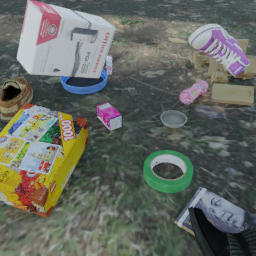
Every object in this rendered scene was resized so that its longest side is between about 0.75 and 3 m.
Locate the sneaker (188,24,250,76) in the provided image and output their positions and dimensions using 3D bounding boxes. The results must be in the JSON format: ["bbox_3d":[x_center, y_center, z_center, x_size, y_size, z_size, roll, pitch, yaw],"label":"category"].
[{"bbox_3d":[2.948,-2.298,8.543,2.432,0.881,1.387,-1,58,-40],"label":"sneaker"}]

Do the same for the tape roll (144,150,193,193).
[{"bbox_3d":[1.237,1.316,8.690,1.511,0.363,1.511,0,38,0],"label":"tape roll"}]

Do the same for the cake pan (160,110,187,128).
[{"bbox_3d":[1.776,-0.332,10.940,1.032,0.189,1.032,0,38,0],"label":"cake pan"}]

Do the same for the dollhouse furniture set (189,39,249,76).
[{"bbox_3d":[4.479,-3.994,14.288,2.144,1.837,2.255,-1,38,-1],"label":"dollhouse furniture set"}]

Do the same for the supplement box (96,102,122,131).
[{"bbox_3d":[-0.730,-0.461,10.814,0.556,0.544,1.075,-21,43,-24],"label":"supplement box"}]

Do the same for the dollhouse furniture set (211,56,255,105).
[{"bbox_3d":[4.817,-1.888,12.778,2.084,1.785,2.191,6,73,8],"label":"dollhouse furniture set"}]

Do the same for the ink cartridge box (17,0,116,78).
[{"bbox_3d":[-1.844,-2.588,8.610,2.526,1.839,1.071,-8,42,-44],"label":"ink cartridge box"}]

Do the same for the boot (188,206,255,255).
[{"bbox_3d":[2.318,2.519,6.584,1.357,0.683,1.814,-22,58,-2],"label":"boot"}]

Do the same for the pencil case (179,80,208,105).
[{"bbox_3d":[2.864,-1.549,12.170,0.658,0.658,1.505,29,46,31],"label":"pencil case"}]

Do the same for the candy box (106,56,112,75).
[{"bbox_3d":[-0.945,-3.163,14.107,0.271,0.757,0.635,0,39,0],"label":"candy box"}]

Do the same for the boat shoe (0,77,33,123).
[{"bbox_3d":[-4.641,-1.441,11.619,1.122,1.095,2.965,-7,38,-9],"label":"boat shoe"}]

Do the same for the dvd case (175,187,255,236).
[{"bbox_3d":[2.456,2.491,7.347,1.980,0.158,1.472,26,45,29],"label":"dvd case"}]

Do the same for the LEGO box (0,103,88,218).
[{"bbox_3d":[-2.708,0.813,8.204,2.160,1.119,2.901,15,48,8],"label":"LEGO box"}]

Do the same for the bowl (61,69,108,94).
[{"bbox_3d":[-2.050,-2.282,13.250,2.182,0.428,2.182,0,38,0],"label":"bowl"}]
